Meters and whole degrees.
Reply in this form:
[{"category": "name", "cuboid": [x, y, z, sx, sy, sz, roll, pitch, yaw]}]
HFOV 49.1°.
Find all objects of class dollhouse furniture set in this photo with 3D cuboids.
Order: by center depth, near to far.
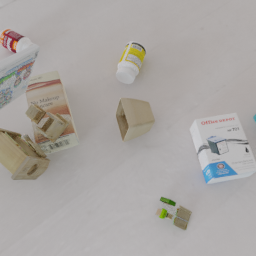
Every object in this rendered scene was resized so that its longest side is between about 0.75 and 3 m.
[{"category": "dollhouse furniture set", "cuboid": [1.438, 2.717, 8.885, 1.003, 0.504, 0.657, 31, 73, -17]}, {"category": "dollhouse furniture set", "cuboid": [-3.496, -0.007, 9.218, 2.602, 1.447, 2.301, 38, 89, 16]}]

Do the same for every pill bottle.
[{"category": "pill bottle", "cuboid": [0.103, -2.552, 10.964, 0.872, 0.872, 1.525, 17, 66, 8]}, {"category": "pill bottle", "cuboid": [-4.474, -3.427, 11.413, 1.394, 0.787, 0.787, 27, 68, 13]}]

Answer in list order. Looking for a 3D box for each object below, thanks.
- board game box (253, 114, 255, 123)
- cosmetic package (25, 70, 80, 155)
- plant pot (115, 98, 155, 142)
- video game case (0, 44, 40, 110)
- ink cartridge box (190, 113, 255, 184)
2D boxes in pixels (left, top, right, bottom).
[{"category": "board game box", "cuboid": [5.590, 0.269, 9.869, 1.544, 0.480, 2.045, -10, 66, -5]}, {"category": "cosmetic package", "cuboid": [-2.712, -0.562, 9.892, 1.353, 1.142, 2.618, -18, 66, -8]}, {"category": "plant pot", "cuboid": [0.270, -0.336, 9.841, 1.052, 1.189, 1.187, -9, 65, -16]}, {"category": "video game case", "cuboid": [-3.090, -1.169, 7.243, 0.223, 1.717, 1.887, 34, 39, -2]}, {"category": "ink cartridge box", "cuboid": [3.166, 0.674, 9.462, 1.537, 0.901, 2.099, -10, 67, -4]}]
